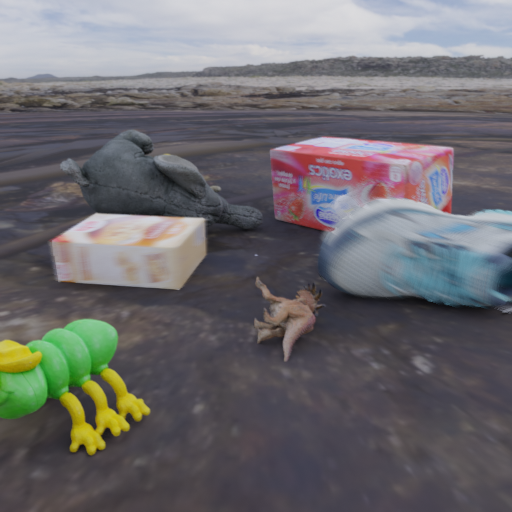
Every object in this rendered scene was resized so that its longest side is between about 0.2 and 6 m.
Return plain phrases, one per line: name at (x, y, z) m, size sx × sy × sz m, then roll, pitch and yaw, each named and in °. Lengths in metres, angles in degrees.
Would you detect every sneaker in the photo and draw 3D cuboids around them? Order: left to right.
sneaker at (2.454, 0.025, 7.140) m, size 3.285 × 1.275 × 1.418 m, roll -4°, pitch 23°, yaw -9°

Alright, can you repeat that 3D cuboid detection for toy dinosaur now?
toy dinosaur at (0.447, 0.669, 6.319) m, size 0.874 × 0.553 × 1.290 m, roll 4°, pitch 23°, yaw -10°

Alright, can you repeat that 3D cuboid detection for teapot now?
teapot at (1.874, -0.430, 8.368) m, size 1.193 × 1.209 × 0.883 m, roll -15°, pitch 44°, yaw 11°

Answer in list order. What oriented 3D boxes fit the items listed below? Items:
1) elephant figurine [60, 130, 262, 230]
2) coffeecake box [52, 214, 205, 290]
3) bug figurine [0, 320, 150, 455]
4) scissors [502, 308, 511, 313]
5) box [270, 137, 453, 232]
elephant figurine at (-1.504, -1.058, 9.908) m, size 2.779 × 1.967 × 2.156 m, roll 22°, pitch 53°, yaw 16°
coffeecake box at (-1.825, -0.107, 8.366) m, size 1.822 × 0.666 × 1.399 m, roll 3°, pitch 21°, yaw 10°
bug figurine at (-2.860, 1.011, 4.347) m, size 3.975 × 1.023 × 3.083 m, roll 10°, pitch 20°, yaw 30°
scissors at (3.885, 0.550, 7.266) m, size 1.832 × 0.128 × 0.670 m, roll -15°, pitch 25°, yaw -41°
box at (1.908, -1.318, 10.574) m, size 1.602 × 1.478 × 3.123 m, roll -23°, pitch 28°, yaw -38°
